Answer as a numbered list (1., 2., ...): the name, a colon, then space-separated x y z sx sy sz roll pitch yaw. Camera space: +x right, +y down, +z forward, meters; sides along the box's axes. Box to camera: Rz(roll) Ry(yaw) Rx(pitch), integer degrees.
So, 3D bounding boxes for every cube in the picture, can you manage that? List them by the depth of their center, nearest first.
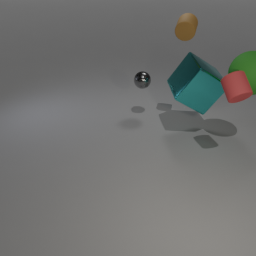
1. cube: 2.494 -1.620 10.192 1.400 1.400 1.400 24 31 -23

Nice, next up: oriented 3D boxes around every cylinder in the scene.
1. cylinder: 3.121 -1.173 8.063 0.700 0.700 0.700 -9 72 -16
2. cylinder: 2.016 -3.481 9.652 0.700 0.700 0.700 9 47 16

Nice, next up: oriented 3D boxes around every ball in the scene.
1. ball: 3.955 -1.759 9.004 1.400 1.400 1.400 0 28 0
2. ball: 0.588 -1.957 11.444 0.700 0.700 0.700 0 28 0
